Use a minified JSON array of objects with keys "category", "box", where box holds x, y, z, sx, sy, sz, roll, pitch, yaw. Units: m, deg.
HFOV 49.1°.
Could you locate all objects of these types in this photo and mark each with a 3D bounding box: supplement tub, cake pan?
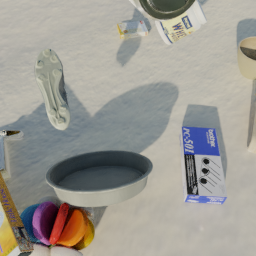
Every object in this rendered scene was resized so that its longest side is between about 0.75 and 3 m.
[{"category":"supplement tub","box":[1.612,-3.266,8.536,1.343,0.973,0.973,-23,47,25]},{"category":"cake pan","box":[-0.664,1.162,6.826,2.568,0.471,2.568,-4,13,1]}]

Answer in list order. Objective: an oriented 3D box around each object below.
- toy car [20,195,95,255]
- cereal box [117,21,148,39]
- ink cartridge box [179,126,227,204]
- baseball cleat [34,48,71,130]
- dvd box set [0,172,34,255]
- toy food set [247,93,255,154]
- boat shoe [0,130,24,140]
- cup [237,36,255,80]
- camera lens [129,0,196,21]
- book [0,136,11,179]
[{"category":"toy car","box":[-1.648,2.176,6.251,1.729,1.296,1.513,3,52,10]},{"category":"cereal box","box":[0.183,-4.218,12.003,1.209,0.239,0.870,-8,52,-7]},{"category":"ink cartridge box","box":[2.016,0.973,7.767,1.029,0.484,2.190,3,52,1]},{"category":"baseball cleat","box":[-1.820,-0.879,6.804,0.676,1.032,1.939,-9,85,-11]},{"category":"dvd box set","box":[-3.400,2.175,6.249,2.050,0.412,2.802,-44,59,8]},{"category":"toy food set","box":[4.617,-0.072,8.580,1.605,0.676,2.237,15,62,11]},{"category":"boat shoe","box":[-3.679,0.183,8.477,0.988,0.345,0.350,1,52,0]},{"category":"cup","box":[4.584,-2.378,10.020,1.510,1.080,1.510,-1,52,1]},{"category":"camera lens","box":[0.740,-4.293,7.739,2.004,2.004,2.505,-15,44,-11]},{"category":"book","box":[-4.381,1.045,7.793,1.974,0.474,1.319,-17,50,-11]}]
